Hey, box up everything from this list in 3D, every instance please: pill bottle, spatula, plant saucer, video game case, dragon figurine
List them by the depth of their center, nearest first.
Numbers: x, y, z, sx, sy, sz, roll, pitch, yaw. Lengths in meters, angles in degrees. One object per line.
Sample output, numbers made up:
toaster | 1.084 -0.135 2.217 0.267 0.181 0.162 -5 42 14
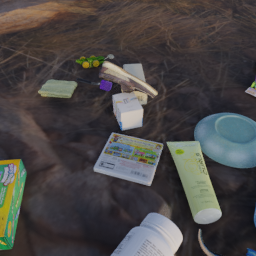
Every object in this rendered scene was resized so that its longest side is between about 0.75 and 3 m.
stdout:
pill bottle | 0.256 2.955 6.092 1.184 1.184 2.089 27 50 26
dragon figurine | 2.651 3.202 6.162 1.234 0.731 2.483 -22 48 -21
video game case | 0.056 0.933 8.937 1.817 0.208 1.654 12 45 14
plant saucer | 3.599 0.191 9.511 2.611 0.503 2.611 0 43 0
spatula | -1.429 -1.874 11.730 1.509 0.155 0.426 11 74 3

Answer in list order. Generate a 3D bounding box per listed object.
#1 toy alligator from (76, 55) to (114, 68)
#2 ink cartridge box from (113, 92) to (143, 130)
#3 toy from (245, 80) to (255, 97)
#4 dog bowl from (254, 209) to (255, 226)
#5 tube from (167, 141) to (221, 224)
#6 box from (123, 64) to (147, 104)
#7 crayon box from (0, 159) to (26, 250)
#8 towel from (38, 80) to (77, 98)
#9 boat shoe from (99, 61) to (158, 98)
toy alligator | -1.513 -3.051 12.985 1.851 0.445 0.614 -11 44 -20
ink cartridge box | -0.021 -0.637 10.125 0.814 0.828 1.125 -12 44 -12
toy | 5.947 -1.365 11.142 2.098 0.495 1.208 34 54 31
dog bowl | 4.294 1.975 7.483 1.561 0.694 2.801 23 49 22
tube | 1.902 1.351 8.170 0.822 0.736 2.834 35 29 -29
box | 0.269 -1.824 11.477 0.828 0.689 2.015 -3 43 -3
crayon box | -3.666 1.980 7.458 1.429 0.701 2.407 -4 44 -4
towel | -2.890 -1.643 11.601 1.396 0.255 1.036 7 44 7
boat shoe | -0.020 -1.591 10.014 2.237 0.725 0.805 30 7 4
